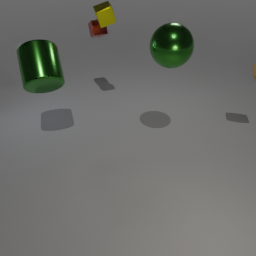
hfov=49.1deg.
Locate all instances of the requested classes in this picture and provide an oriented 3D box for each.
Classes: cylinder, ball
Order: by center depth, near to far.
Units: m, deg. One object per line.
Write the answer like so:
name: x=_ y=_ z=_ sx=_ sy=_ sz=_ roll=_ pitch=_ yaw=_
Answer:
ball: x=1.387 y=-2.606 z=8.903 sx=1.400 sy=1.400 sz=1.400 roll=0 pitch=31 yaw=0
cylinder: x=-3.025 y=-2.099 z=9.733 sx=1.400 sy=1.400 sz=1.400 roll=-14 pitch=-10 yaw=-3

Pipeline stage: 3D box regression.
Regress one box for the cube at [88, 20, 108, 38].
cube: x=-1.425 y=-4.699 z=13.234 sx=0.700 sy=0.700 sz=0.700 roll=-15 pitch=14 yaw=-17

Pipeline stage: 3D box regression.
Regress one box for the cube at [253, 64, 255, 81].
cube: x=5.018 y=-1.974 z=10.144 sx=0.700 sy=0.700 sz=0.700 roll=-21 pitch=38 yaw=39

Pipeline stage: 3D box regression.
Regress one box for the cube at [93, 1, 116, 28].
cube: x=-0.973 y=-4.717 z=11.634 sx=0.700 sy=0.700 sz=0.700 roll=-21 pitch=46 yaw=-2
